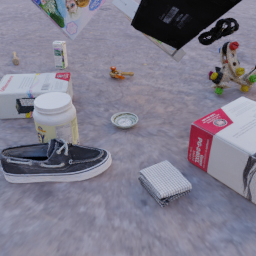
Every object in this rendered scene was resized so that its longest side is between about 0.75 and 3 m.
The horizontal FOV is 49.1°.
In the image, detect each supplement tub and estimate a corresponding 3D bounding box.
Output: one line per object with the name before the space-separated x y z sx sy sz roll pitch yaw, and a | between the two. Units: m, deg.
supplement tub | -1.826 -0.084 7.173 1.047 1.444 1.047 0 33 0

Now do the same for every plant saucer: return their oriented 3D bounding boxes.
plant saucer | -0.100 -0.196 8.473 0.834 0.209 0.834 -1 33 0

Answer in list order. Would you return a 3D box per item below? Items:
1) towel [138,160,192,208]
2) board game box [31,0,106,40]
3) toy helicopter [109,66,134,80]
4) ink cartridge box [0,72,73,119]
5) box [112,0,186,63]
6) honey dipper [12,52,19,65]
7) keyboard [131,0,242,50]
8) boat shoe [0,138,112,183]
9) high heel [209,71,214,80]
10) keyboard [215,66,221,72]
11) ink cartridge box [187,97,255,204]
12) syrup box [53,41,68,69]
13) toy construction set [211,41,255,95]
towel | 0.806 1.212 6.165 0.828 0.428 1.000 -15 35 -25
board game box | -2.065 -4.590 9.828 2.085 2.080 0.429 -52 42 -4
toy helicopter | -0.249 -2.181 11.345 1.008 0.398 0.667 -1 35 -8
ink cartridge box | -3.002 -1.108 9.209 2.193 0.908 1.598 -3 34 -4
box | 0.721 -3.006 8.554 1.756 0.464 2.253 47 13 26
honey dipper | -5.322 -3.354 13.213 0.297 0.297 1.562 -12 33 -17
keyboard | 1.030 -1.985 4.915 1.665 0.356 2.773 23 -1 -8
boat shoe | -1.661 0.663 6.572 2.538 0.860 0.910 -3 34 -5
high heel | 3.567 -2.244 11.417 0.271 0.386 0.804 26 42 34
keyboard | 3.884 -2.188 11.463 0.628 0.102 0.988 16 42 -2
ink cartridge box | 3.170 0.600 6.332 2.125 1.220 2.926 -23 40 -31
syrup box | -2.939 -3.180 12.170 0.439 1.116 0.454 6 34 7
toy construction set | 4.114 -1.830 9.914 2.004 1.846 2.403 31 -8 -37
